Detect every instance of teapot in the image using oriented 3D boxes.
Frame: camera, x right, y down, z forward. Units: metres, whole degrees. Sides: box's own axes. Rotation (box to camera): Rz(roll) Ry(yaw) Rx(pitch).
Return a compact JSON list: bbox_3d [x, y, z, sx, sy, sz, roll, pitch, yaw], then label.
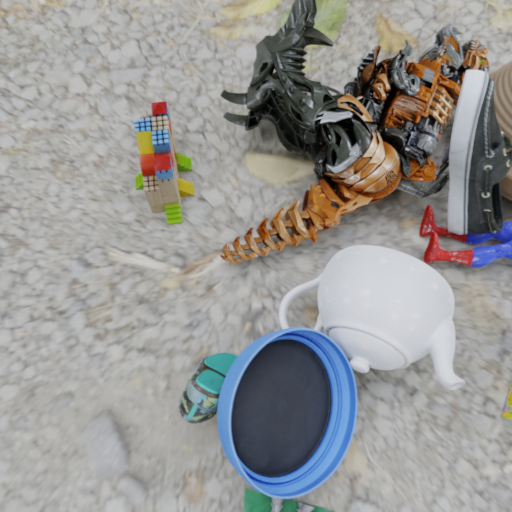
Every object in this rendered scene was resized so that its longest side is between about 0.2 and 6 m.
[{"bbox_3d":[1.550,0.863,7.457,1.929,1.955,1.428,33,68,-13],"label":"teapot"}]

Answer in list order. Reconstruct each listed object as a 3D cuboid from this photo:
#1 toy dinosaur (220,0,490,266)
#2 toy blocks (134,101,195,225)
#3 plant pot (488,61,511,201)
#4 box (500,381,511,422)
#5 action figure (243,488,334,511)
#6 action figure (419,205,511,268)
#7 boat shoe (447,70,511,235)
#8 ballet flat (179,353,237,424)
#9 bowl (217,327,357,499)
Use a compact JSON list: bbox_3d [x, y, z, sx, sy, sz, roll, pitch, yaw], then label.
[{"bbox_3d":[1.356,-1.884,8.517,3.356,2.526,4.944,44,64,0],"label":"toy dinosaur"},{"bbox_3d":[-1.553,-1.643,8.849,0.965,1.320,1.931,-7,66,-3],"label":"toy blocks"},{"bbox_3d":[4.974,-2.309,8.698,3.345,1.544,3.345,-1,53,1],"label":"plant pot"},{"bbox_3d":[4.176,1.494,7.271,0.992,1.626,1.566,24,68,11],"label":"box"},{"bbox_3d":[0.215,4.019,6.775,1.195,0.553,2.023,13,70,2],"label":"action figure"},{"bbox_3d":[4.222,-0.204,8.436,3.270,0.845,1.070,7,38,1],"label":"action figure"},{"bbox_3d":[3.090,-1.306,7.642,0.787,2.780,0.954,9,56,22],"label":"boat shoe"},{"bbox_3d":[-0.595,1.717,7.311,0.653,1.760,0.653,0,91,13],"label":"ballet flat"},{"bbox_3d":[0.400,1.843,6.736,1.973,0.387,1.973,2,86,-36],"label":"bowl"}]
